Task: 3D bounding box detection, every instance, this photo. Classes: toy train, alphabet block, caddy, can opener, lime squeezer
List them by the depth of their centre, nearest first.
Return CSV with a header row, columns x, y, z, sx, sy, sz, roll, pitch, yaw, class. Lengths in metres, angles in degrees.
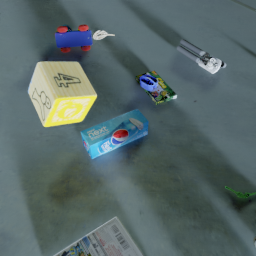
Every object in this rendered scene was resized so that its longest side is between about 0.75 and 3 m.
x,y,z,sx,sy,sz,roll,pitch,yaw,class
-1.976,-1.022,8.302,1.365,1.358,1.390,-12,64,-39,alphabet block
3.484,1.978,8.459,1.029,0.194,0.363,6,16,7,lime squeezer
0.861,-1.918,11.637,0.573,0.425,0.810,-37,57,-27,caddy
3.392,-3.359,13.231,2.550,0.671,0.847,43,25,31,can opener
-2.166,-4.719,14.157,2.841,1.203,1.644,-7,34,-6,toy train

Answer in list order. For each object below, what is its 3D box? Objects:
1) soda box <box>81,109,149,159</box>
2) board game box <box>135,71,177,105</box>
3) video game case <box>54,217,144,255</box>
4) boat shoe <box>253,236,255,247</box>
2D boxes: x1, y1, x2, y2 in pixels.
x,y,z,sx,sy,sz,roll,pitch,yaw,class
-0.425,0.173,9.735,2.259,0.725,0.766,-23,51,-20,soda box
1.172,-1.750,11.901,0.987,0.221,1.884,-19,50,-19,board game box
-0.548,3.698,6.741,2.229,0.269,2.446,-26,53,-23,video game case
3.950,2.894,7.394,1.431,0.528,0.459,-12,6,-7,boat shoe
